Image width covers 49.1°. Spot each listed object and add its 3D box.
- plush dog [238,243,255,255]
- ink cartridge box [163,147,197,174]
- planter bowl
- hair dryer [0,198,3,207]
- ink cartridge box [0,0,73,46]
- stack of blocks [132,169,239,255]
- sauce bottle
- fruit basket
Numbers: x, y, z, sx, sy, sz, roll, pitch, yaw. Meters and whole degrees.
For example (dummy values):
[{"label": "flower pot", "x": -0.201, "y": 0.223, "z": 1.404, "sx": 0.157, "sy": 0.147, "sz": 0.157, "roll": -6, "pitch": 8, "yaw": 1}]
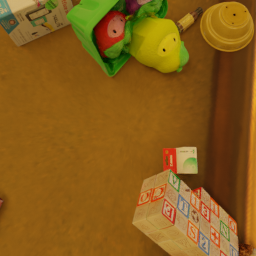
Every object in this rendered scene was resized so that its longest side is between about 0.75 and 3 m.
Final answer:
[{"label": "plush dog", "x": 2.897, "y": 3.685, "z": 6.878, "sx": 1.738, "sy": 1.394, "sz": 1.493, "roll": 49, "pitch": 65, "yaw": -21}, {"label": "ink cartridge box", "x": 1.455, "y": 0.905, "z": 7.827, "sx": 0.918, "sy": 0.230, "sz": 0.739, "roll": 0, "pitch": 78, "yaw": -2}, {"label": "planter bowl", "x": 3.104, "y": -3.239, "z": 8.459, "sx": 1.689, "sy": 0.703, "sz": 1.689, "roll": 0, "pitch": 78, "yaw": 1}, {"label": "hair dryer", "x": -4.291, "y": 2.297, "z": 7.358, "sx": 2.035, "sy": 0.553, "sz": 1.550, "roll": -16, "pitch": 77, "yaw": -5}, {"label": "ink cartridge box", "x": -2.797, "y": -3.712, "z": 8.141, "sx": 2.040, "sy": 1.497, "sz": 1.490, "roll": -26, "pitch": 79, "yaw": -5}, {"label": "stack of blocks", "x": 1.415, "y": 2.141, "z": 6.312, "sx": 2.676, "sy": 0.784, "sz": 1.541, "roll": 44, "pitch": 37, "yaw": -19}, {"label": "sauce bottle", "x": 1.891, "y": -3.355, "z": 8.668, "sx": 1.060, "sy": 0.343, "sz": 0.343, "roll": -41, "pitch": 81, "yaw": -13}, {"label": "fruit basket", "x": 0.321, "y": -2.785, "z": 7.751, "sx": 3.179, "sy": 2.293, "sz": 3.179, "roll": -5, "pitch": 66, "yaw": 12}]
